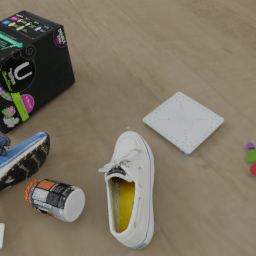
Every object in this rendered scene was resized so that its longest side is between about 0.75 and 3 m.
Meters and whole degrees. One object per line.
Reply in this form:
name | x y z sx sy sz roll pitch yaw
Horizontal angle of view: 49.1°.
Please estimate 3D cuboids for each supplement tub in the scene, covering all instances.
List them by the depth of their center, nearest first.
supplement tub | -1.698 1.620 6.448 1.267 0.776 0.776 8 48 29

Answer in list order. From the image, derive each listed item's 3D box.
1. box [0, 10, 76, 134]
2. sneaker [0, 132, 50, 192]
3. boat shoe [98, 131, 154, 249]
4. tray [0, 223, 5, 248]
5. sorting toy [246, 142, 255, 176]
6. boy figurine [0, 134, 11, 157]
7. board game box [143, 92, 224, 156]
box | -3.402 -1.770 8.470 1.860 2.222 2.992 28 54 24
sneaker | -3.267 0.854 6.941 2.889 1.135 1.288 -35 68 -27
boat shoe | -0.125 1.131 6.544 1.109 1.280 3.003 -17 50 24
tray | -3.260 2.314 6.012 1.083 0.120 0.582 14 40 -28
sorting toy | 3.476 0.880 7.574 0.374 0.377 1.086 31 40 -25
boy figurine | -3.179 0.459 5.905 0.459 0.885 1.424 32 14 17
board game box | 1.666 -0.186 8.490 1.781 0.230 1.781 -38 59 -26
